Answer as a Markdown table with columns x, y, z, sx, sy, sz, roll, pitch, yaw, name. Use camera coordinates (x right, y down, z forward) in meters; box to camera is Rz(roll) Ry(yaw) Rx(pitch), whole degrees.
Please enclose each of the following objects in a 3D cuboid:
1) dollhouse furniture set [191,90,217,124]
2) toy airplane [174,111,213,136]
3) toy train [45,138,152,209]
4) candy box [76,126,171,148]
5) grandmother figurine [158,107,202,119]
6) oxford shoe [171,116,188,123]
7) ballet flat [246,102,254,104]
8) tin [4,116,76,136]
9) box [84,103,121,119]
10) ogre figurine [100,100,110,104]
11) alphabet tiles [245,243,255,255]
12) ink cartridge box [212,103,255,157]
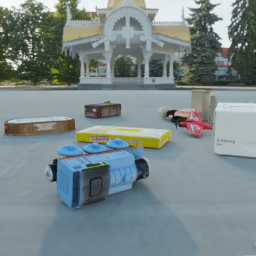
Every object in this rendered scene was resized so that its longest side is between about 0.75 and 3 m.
| x | y | z | sx | sy | sz | roll | pitch | yaw | name |
| --- | --- | --- | --- | --- | --- | --- | --- | --- | --- |
| 4.365 | -1.071 | 12.836 | 2.816 | 1.375 | 2.401 | -5 | 11 | -24 | dollhouse furniture set |
| 2.647 | -0.089 | 9.688 | 2.056 | 0.378 | 2.056 | -3 | 24 | 2 | toy airplane |
| -0.410 | 0.687 | 4.610 | 1.783 | 0.773 | 1.019 | -5 | 20 | -37 | toy train |
| -0.119 | 0.223 | 8.331 | 2.561 | 0.338 | 1.309 | 4 | 13 | 23 | candy box |
| 2.240 | -0.628 | 12.579 | 2.069 | 0.626 | 1.254 | 12 | 11 | 43 | grandmother figurine |
| 2.185 | -0.369 | 11.642 | 0.803 | 0.292 | 0.339 | -3 | -27 | 14 | oxford shoe |
| 4.654 | -0.433 | 11.349 | 2.835 | 0.956 | 0.884 | -14 | 45 | -43 | ballet flat |
| -3.089 | -0.104 | 9.974 | 2.449 | 0.513 | 1.371 | -5 | 15 | -28 | tin |
| -1.221 | -0.885 | 13.943 | 0.881 | 0.660 | 1.760 | 9 | 12 | 42 | box |
| -1.481 | -1.303 | 16.555 | 0.462 | 0.941 | 0.564 | 36 | -23 | -12 | ogre figurine |
| 1.817 | 1.364 | 2.586 | 1.244 | 0.039 | 1.035 | 0 | 9 | -1 | alphabet tiles |
| 3.359 | -0.047 | 7.608 | 1.913 | 1.104 | 2.629 | 3 | 10 | 19 | ink cartridge box |
